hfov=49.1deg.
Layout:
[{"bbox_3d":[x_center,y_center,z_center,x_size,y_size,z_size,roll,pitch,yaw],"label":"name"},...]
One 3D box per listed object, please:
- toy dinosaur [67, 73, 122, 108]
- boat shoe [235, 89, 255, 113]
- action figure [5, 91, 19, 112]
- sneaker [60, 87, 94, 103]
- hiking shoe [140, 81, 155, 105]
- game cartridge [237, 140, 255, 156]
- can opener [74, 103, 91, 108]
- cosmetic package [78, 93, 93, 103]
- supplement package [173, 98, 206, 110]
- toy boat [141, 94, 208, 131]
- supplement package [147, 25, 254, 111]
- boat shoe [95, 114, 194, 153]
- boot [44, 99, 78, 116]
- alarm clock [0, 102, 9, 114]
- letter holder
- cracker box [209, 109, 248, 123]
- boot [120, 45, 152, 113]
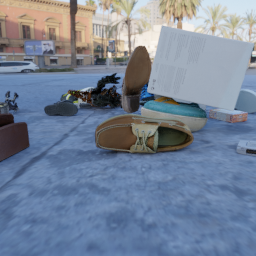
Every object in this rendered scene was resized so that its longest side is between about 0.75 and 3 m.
[{"bbox_3d":[-1.203,-1.375,12.735,2.933,1.498,1.991,-22,1,-34],"label":"toy dinosaur"},{"bbox_3d":[5.325,-1.341,12.726,1.286,1.002,2.833,-9,14,-18],"label":"boat shoe"},{"bbox_3d":[-5.077,-0.957,11.964,0.848,0.728,1.426,6,39,-11],"label":"action figure"},{"bbox_3d":[-2.496,-1.680,14.441,0.980,0.863,2.317,11,17,32],"label":"sneaker"},{"bbox_3d":[0.993,-1.852,14.542,1.011,1.179,2.719,-2,14,-7],"label":"hiking shoe"},{"bbox_3d":[3.294,0.515,6.838,1.127,0.234,0.750,7,11,27],"label":"game cartridge"},{"bbox_3d":[-2.214,-1.065,13.290,0.936,0.246,0.311,0,12,-1],"label":"can opener"},{"bbox_3d":[-1.751,-1.503,13.959,0.698,0.589,1.351,9,7,40],"label":"cosmetic package"},{"bbox_3d":[2.635,-1.364,12.899,1.726,1.009,1.013,-2,14,-5],"label":"supplement package"},{"bbox_3d":[1.351,-0.691,9.365,2.124,1.174,2.527,6,12,-15],"label":"toy boat"},{"bbox_3d":[2.103,-1.848,8.661,2.542,1.929,1.915,14,15,7],"label":"supplement package"},{"bbox_3d":[0.453,0.164,6.806,2.467,0.933,0.911,-5,17,-16],"label":"boat shoe"},{"bbox_3d":[-2.672,-0.906,12.152,1.405,0.560,1.705,3,9,4],"label":"boot"},{"bbox_3d":[-4.751,-0.399,9.354,1.624,0.802,2.408,-12,16,-42],"label":"alarm clock"},{"bbox_3d":[-3.160,0.075,6.487,0.858,1.213,1.707,3,13,12],"label":"letter holder"},{"bbox_3d":[3.818,-0.492,10.702,0.791,0.341,1.181,-7,14,-27],"label":"cracker box"},{"bbox_3d":[0.159,-1.799,10.554,0.917,2.611,1.909,6,17,-11],"label":"boot"}]
